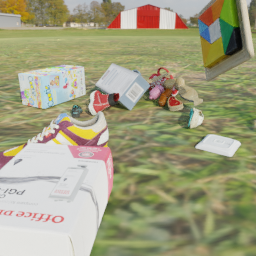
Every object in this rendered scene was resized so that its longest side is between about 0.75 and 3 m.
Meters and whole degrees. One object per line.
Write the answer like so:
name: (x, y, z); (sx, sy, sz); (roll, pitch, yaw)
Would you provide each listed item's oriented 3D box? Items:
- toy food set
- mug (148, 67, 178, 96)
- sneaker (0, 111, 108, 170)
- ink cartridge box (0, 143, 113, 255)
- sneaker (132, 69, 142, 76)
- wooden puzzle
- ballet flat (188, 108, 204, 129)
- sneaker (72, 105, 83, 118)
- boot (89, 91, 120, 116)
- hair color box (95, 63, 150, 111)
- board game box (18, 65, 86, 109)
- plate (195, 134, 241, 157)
toy food set: (1.692, -1.338, 11.139); (1.641, 0.407, 2.582); (-20, 39, -2)
mug: (1.584, -2.002, 12.428); (1.256, 1.115, 0.838); (25, 51, 37)
sneaker: (-1.789, 0.263, 6.592); (2.723, 1.227, 1.021); (-11, 25, -25)
ink cartridge box: (-1.314, 1.207, 4.603); (1.741, 0.983, 2.376); (3, 22, 7)
sneaker: (0.439, -2.294, 13.184); (0.808, 0.974, 2.038); (0, 22, 0)
wooden puzzle: (2.675, -2.792, 8.209); (0.471, 2.339, 2.528); (-5, -6, -11)
ballet flat: (2.235, -0.341, 9.112); (0.454, 0.491, 1.455); (15, 25, 9)
sneaker: (-1.815, -0.677, 10.052); (0.352, 0.371, 0.935); (-4, 21, -4)
boot: (-0.814, -1.100, 10.307); (1.124, 0.564, 1.559); (-25, 28, 10)
hair color box: (-0.291, -1.716, 11.247); (0.753, 1.230, 2.484); (39, 0, -34)
board game box: (-3.019, -1.765, 11.484); (1.252, 1.275, 2.430); (12, 24, 29)
plate: (2.468, 0.424, 7.631); (0.981, 0.159, 0.979); (15, 26, 32)
